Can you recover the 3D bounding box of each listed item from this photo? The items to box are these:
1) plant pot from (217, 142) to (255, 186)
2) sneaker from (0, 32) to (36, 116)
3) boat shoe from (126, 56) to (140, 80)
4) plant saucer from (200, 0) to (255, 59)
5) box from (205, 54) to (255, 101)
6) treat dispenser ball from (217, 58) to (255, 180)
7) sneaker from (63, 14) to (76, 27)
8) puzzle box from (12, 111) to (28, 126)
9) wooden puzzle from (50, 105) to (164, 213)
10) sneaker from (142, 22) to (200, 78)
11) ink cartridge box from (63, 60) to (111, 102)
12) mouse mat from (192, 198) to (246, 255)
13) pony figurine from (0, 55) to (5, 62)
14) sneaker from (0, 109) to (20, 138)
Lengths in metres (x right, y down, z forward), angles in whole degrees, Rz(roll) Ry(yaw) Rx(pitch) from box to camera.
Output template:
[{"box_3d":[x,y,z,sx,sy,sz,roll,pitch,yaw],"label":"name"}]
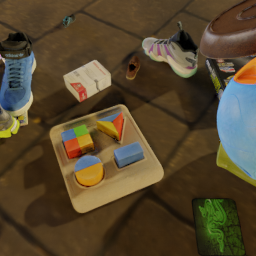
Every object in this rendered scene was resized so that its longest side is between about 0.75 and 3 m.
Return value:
[{"box_3d":[3.676,0.599,7.371,2.300,2.388,2.388,17,56,25],"label":"plant pot"},{"box_3d":[-3.750,-1.938,9.248,1.148,1.664,2.992,0,53,-3],"label":"sneaker"},{"box_3d":[0.204,-2.289,10.352,0.413,0.387,1.146,11,56,8],"label":"boat shoe"},{"box_3d":[2.912,-2.486,6.335,2.768,0.444,2.768,-23,29,13],"label":"plant saucer"},{"box_3d":[4.366,-1.848,9.905,2.730,0.604,2.187,-5,55,-4],"label":"box"},{"box_3d":[3.049,-0.169,5.212,2.648,2.648,2.648,0,55,0],"label":"treat dispenser ball"},{"box_3d":[-2.521,-4.693,12.070,0.305,0.342,0.834,19,56,13],"label":"sneaker"},{"box_3d":[-3.584,-0.395,9.201,0.523,0.100,0.786,-11,56,-8],"label":"puzzle box"},{"box_3d":[-0.708,0.634,8.136,2.637,0.659,2.848,-20,57,-14],"label":"wooden puzzle"},{"box_3d":[1.575,-3.111,10.104,2.475,1.731,0.962,36,62,22],"label":"sneaker"},{"box_3d":[-1.401,-1.659,9.803,1.347,0.558,0.989,-32,61,-20],"label":"ink cartridge box"},{"box_3d":[2.301,2.519,7.193,1.189,0.056,1.478,1,54,1],"label":"mouse mat"},{"box_3d":[-4.865,-2.668,10.523,0.890,0.741,0.859,-29,50,-2],"label":"pony figurine"},{"box_3d":[-4.560,-0.287,8.576,2.323,0.940,0.858,-1,54,5],"label":"sneaker"}]
